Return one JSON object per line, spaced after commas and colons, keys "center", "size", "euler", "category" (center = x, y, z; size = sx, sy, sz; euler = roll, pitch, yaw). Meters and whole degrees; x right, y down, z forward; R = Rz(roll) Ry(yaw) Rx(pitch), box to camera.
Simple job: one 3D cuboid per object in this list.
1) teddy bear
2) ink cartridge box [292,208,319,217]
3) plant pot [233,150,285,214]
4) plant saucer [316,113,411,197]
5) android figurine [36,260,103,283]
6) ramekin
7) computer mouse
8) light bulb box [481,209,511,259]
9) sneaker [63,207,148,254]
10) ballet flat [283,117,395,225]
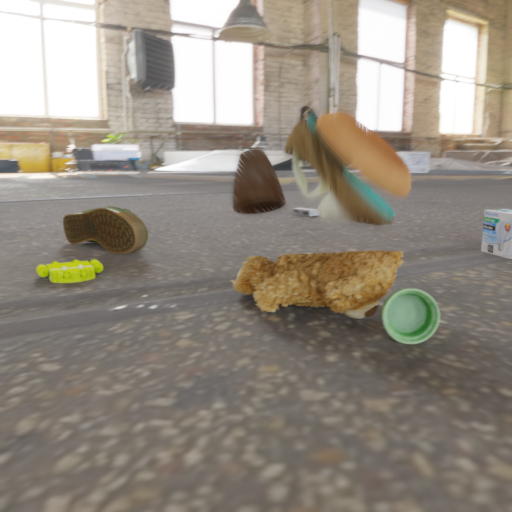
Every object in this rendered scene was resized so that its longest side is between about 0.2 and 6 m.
{"center": [0.733, 0.348, 7.057], "size": [2.371, 0.792, 1.719], "euler": [-2, 1, 35], "category": "teddy bear"}
{"center": [1.651, -1.346, 16.874], "size": [0.890, 0.254, 0.724], "euler": [-15, 17, -39], "category": "ink cartridge box"}
{"center": [-0.003, -1.473, 10.917], "size": [1.012, 1.083, 1.012], "euler": [-6, -10, -1], "category": "plant pot"}
{"center": [1.670, -1.580, 8.353], "size": [1.739, 0.325, 1.739], "euler": [31, 26, -17], "category": "plant saucer"}
{"center": [-2.886, 0.225, 8.696], "size": [0.967, 0.218, 1.063], "euler": [-5, 10, -24], "category": "android figurine"}
{"center": [1.580, 0.608, 5.818], "size": [0.572, 0.572, 0.279], "euler": [0, 3, 2], "category": "ramekin"}
{"center": [1.478, -2.625, 11.952], "size": [0.578, 0.335, 1.971], "euler": [-20, 57, -19], "category": "computer mouse"}
{"center": [4.690, -0.425, 10.436], "size": [0.514, 0.823, 0.816], "euler": [-3, 11, -16], "category": "light bulb box"}
{"center": [-2.747, -0.625, 11.251], "size": [2.598, 0.871, 1.166], "euler": [6, 17, 43], "category": "sneaker"}
{"center": [1.104, -1.086, 8.341], "size": [0.790, 0.842, 2.328], "euler": [15, 35, -54], "category": "ballet flat"}
